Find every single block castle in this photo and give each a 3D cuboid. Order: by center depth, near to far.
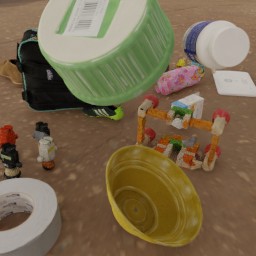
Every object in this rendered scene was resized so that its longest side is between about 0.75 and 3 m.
[{"bbox_3d":[1.339,0.071,7.193,2.217,1.482,1.040,14,34,20],"label":"block castle"}]

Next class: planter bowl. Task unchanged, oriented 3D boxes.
[{"bbox_3d":[0.326,1.392,5.353,2.073,0.863,2.073,23,38,-19],"label":"planter bowl"}]

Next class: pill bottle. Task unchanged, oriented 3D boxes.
[{"bbox_3d":[1.728,-1.666,5.616,0.916,0.916,1.530,-3,20,-5],"label":"pill bottle"}]

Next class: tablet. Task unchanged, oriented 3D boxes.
[{"bbox_3d":[4.385,-1.877,11.545,1.560,0.164,2.397,5,32,8],"label":"tablet"}]

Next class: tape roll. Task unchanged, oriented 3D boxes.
[{"bbox_3d":[-2.208,1.760,5.325,1.796,0.593,1.796,0,31,0],"label":"tape roll"}]

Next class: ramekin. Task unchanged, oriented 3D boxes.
[{"bbox_3d":[-0.506,-1.967,5.824,2.730,1.334,2.730,-8,66,19],"label":"ramekin"}]

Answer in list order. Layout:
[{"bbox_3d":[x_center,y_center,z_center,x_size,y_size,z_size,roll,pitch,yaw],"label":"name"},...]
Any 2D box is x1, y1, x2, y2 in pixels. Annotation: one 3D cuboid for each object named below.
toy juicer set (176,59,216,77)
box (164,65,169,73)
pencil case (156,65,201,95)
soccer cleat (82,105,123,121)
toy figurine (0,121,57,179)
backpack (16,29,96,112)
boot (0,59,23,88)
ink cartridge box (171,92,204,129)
[{"bbox_3d":[2.964,-2.399,11.722,1.780,1.132,0.484,12,75,44],"label":"toy juicer set"},{"bbox_3d":[0.999,-2.905,11.975,1.176,1.432,1.188,-13,35,-20],"label":"box"},{"bbox_3d":[1.975,-1.890,10.975,1.935,0.846,0.846,-24,39,-31],"label":"pencil case"},{"bbox_3d":[-0.832,-0.621,9.119,1.441,0.584,0.487,8,32,18],"label":"soccer cleat"},{"bbox_3d":[-2.505,0.553,7.010,1.362,0.962,1.383,-9,31,-24],"label":"toy figurine"},{"bbox_3d":[-1.897,-1.992,9.432,2.987,2.626,2.290,2,35,-5],"label":"backpack"},{"bbox_3d":[-4.893,-2.584,11.920,0.956,0.980,2.598,-26,39,-32],"label":"boot"},{"bbox_3d":[1.958,-0.575,8.886,1.318,0.759,0.447,-24,40,-32],"label":"ink cartridge box"}]
